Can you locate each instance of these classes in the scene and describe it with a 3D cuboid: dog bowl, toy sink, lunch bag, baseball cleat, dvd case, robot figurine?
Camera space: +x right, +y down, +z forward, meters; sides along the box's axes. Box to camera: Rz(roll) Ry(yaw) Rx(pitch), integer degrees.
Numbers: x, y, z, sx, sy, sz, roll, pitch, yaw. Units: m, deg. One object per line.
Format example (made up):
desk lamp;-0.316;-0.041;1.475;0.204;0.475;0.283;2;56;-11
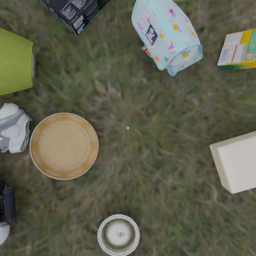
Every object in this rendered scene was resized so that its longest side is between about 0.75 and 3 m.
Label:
dog bowl;-0.251;2.871;7.650;1.136;0.419;1.136;0;88;0
toy sink;3.319;0.777;7.377;1.887;1.057;1.230;-18;89;5
lunch bag;0.958;-2.286;6.786;1.191;1.954;1.664;-30;84;18
baseball cleat;-3.573;0.496;7.484;1.288;0.844;2.419;40;90;1
dvd case;0.862;-2.163;7.902;0.594;0.090;0.814;-44;86;-1
robot figurine;-3.753;2.033;7.092;1.325;1.595;2.123;0;72;-42

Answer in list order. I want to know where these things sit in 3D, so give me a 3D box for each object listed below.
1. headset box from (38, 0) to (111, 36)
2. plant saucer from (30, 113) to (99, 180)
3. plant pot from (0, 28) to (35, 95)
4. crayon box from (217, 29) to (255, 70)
headset box;-1.592;-3.781;7.551;1.846;0.856;1.607;42;90;1
plant saucer;-1.703;0.486;7.581;1.787;0.316;1.787;0;90;-11
plant pot;-3.660;-1.684;7.028;2.471;2.312;2.312;2;89;-15
crayon box;3.089;-2.030;7.242;0.373;1.448;0.910;17;89;-28
